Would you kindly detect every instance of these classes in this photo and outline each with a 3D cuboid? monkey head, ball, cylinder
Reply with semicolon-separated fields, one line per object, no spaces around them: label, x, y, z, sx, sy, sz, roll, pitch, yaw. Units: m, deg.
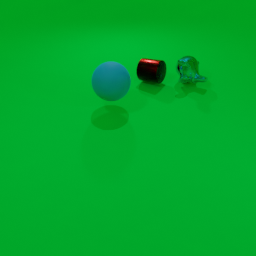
monkey head;2.384;-2.165;10.381;1.196;1.001;1.662;10;16;31
ball;-0.531;-1.462;8.837;1.237;1.237;1.237;0;38;0
cylinder;0.885;-2.155;10.514;0.852;0.852;0.852;16;40;31
